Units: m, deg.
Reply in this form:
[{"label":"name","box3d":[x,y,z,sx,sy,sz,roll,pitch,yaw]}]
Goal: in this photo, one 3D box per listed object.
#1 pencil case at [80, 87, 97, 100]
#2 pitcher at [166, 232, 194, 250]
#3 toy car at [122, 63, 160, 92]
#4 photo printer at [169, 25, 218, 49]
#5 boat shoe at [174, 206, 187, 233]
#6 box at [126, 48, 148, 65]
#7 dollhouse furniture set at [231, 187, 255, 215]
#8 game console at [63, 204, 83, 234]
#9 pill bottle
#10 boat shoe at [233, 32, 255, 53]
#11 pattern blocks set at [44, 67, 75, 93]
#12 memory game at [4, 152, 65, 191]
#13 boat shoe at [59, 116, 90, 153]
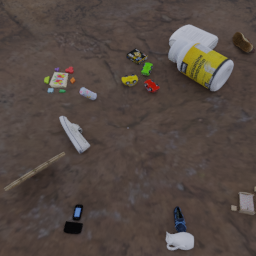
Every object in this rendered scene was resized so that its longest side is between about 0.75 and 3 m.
[{"label":"pencil case","box3d":[-1.690,-1.464,11.948,0.320,0.769,0.349,-21,63,33]},{"label":"pitcher","box3d":[1.578,3.489,8.516,0.818,0.496,0.702,4,18,5]},{"label":"toy car","box3d":[0.743,-2.348,12.881,1.766,0.394,1.662,17,55,11]},{"label":"photo printer","box3d":[3.221,-4.360,14.130,2.044,0.710,1.701,34,62,22]},{"label":"boat shoe","box3d":[1.644,2.983,9.062,0.377,0.307,0.896,-12,55,-8]},{"label":"box","box3d":[0.441,-3.538,13.856,0.844,0.208,0.674,39,64,24]},{"label":"dollhouse furniture set","box3d":[4.152,2.283,9.387,1.247,0.609,1.063,9,54,6]},{"label":"game console","box3d":[-1.732,2.977,9.187,0.570,0.117,0.967,5,54,4]},{"label":"pill bottle","box3d":[3.194,-2.929,12.609,2.696,1.510,1.510,38,63,25]},{"label":"boat shoe","box3d":[5.938,-4.324,14.287,0.591,0.593,1.643,12,37,-29]},{"label":"pattern blocks set","box3d":[-3.159,-2.237,12.957,1.412,0.130,1.607,-6,55,-4]},{"label":"memory game","box3d":[-3.029,1.424,9.222,2.186,2.186,0.139,-33,91,-21]},{"label":"boat shoe","box3d":[-2.059,0.152,10.853,0.588,0.643,1.788,-31,60,-10]}]
